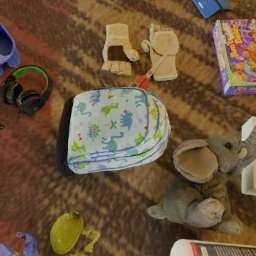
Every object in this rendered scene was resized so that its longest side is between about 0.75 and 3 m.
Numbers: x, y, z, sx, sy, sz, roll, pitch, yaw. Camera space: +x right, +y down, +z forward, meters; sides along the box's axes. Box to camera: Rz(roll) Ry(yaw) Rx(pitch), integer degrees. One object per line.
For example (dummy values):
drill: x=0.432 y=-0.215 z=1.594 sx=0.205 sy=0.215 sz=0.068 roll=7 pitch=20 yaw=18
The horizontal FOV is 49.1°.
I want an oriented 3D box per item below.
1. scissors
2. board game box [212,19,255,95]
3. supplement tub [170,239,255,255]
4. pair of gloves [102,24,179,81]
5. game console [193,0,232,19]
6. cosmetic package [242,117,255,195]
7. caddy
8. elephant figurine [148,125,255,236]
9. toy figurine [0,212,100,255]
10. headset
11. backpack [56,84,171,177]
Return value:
scissors: x=0.577 y=-1.699 z=8.957 sx=0.770 sy=0.147 sz=2.105 roll=22 pitch=77 yaw=16
board game box: x=3.870 y=-2.354 z=9.141 sx=1.720 sy=0.573 sz=2.559 roll=-3 pitch=68 yaw=-1
supplement tub: x=2.272 y=3.476 z=6.034 sx=2.630 sy=1.846 sz=1.846 roll=5 pitch=68 yaw=2
pair of gloves: x=0.434 y=-2.641 z=9.336 sx=2.549 sy=0.447 sz=2.167 roll=4 pitch=67 yaw=1
game console: x=3.082 y=-4.586 z=10.319 sx=0.981 sy=0.680 sz=1.150 roll=-32 pitch=67 yaw=21
cosmetic package: x=3.830 y=0.804 z=7.705 sx=1.166 sy=0.839 sz=2.067 roll=10 pitch=67 yaw=4
caddy: x=-4.388 y=-2.621 z=9.021 sx=1.362 sy=1.012 sz=1.927 roll=-36 pitch=72 yaw=-13
elephant figurine: x=2.084 y=1.052 z=7.066 sx=2.237 sy=2.040 sz=2.883 roll=16 pitch=74 yaw=-9
toy figurine: x=-2.193 y=2.981 z=5.941 sx=1.556 sy=1.767 sz=2.949 roll=9 pitch=63 yaw=51
headset: x=-3.232 y=-0.952 z=8.288 sx=1.410 sy=1.073 sz=2.283 roll=25 pitch=74 yaw=10
backpack: x=-0.345 y=0.028 z=7.227 sx=2.858 sy=2.197 sz=2.331 roll=3 pitch=66 yaw=4
